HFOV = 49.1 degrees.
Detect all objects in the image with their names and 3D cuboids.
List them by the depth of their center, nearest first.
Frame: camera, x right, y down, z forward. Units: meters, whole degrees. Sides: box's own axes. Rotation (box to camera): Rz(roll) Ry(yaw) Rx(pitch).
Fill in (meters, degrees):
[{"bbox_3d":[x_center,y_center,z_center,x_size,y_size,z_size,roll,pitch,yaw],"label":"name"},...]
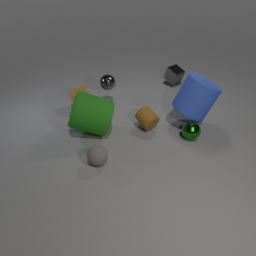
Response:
[{"bbox_3d":[-1.003,0.887,9.202,0.700,0.700,0.700,0,33,0],"label":"ball"},{"bbox_3d":[-1.384,-0.536,10.447,1.400,1.400,1.400,16,29,-16],"label":"cylinder"},{"bbox_3d":[2.371,0.109,10.480,0.700,0.700,0.700,0,33,0],"label":"ball"},{"bbox_3d":[2.627,-1.193,10.780,1.400,1.400,1.400,22,26,-12],"label":"cylinder"},{"bbox_3d":[0.750,-0.393,10.936,0.700,0.700,0.700,-23,61,-31],"label":"cylinder"},{"bbox_3d":[-2.083,-1.319,12.288,0.700,0.700,0.700,-23,61,-3],"label":"cube"},{"bbox_3d":[-0.901,-2.018,12.397,0.700,0.700,0.700,0,33,0],"label":"ball"},{"bbox_3d":[2.404,-2.773,14.559,0.700,0.700,0.700,-26,62,-33],"label":"cube"}]
